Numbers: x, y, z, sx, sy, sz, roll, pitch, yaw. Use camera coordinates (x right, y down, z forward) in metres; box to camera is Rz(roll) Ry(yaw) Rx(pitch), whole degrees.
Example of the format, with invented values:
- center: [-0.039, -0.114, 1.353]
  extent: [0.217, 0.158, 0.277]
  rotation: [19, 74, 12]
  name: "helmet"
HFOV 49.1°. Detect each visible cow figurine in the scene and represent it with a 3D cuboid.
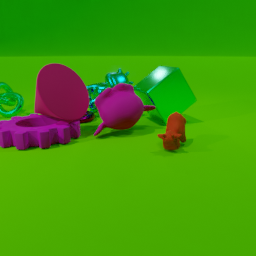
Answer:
- center: [-0.640, -1.196, 9.180]
  extent: [1.641, 0.916, 1.668]
  rotation: [-22, -9, -3]
  name: "cow figurine"
- center: [1.019, 0.049, 6.229]
  extent: [0.528, 0.963, 0.947]
  rotation: [0, -19, 23]
  name: "cow figurine"

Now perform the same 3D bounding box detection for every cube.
- center: [1.063, -1.009, 8.374]
  extent: [1.193, 1.193, 1.193]
  rotation: [-39, 23, -7]
  name: "cube"

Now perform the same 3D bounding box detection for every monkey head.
- center: [-0.268, -0.464, 7.426]
  extent: [1.888, 1.138, 1.359]
  rotation: [-25, -2, -24]
  name: "monkey head"

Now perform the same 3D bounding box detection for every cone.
- center: [-2.069, -0.668, 7.321]
  extent: [1.507, 1.501, 1.501]
  rotation: [-24, -2, 39]
  name: "cone"

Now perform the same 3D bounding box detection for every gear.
- center: [-2.234, 0.019, 7.022]
  extent: [2.039, 0.377, 2.039]
  rotation: [-1, 15, 0]
  name: "gear"

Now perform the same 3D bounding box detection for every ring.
- center: [-1.569, -0.361, 8.727]
  extent: [1.091, 0.218, 1.091]
  rotation: [0, 16, 0]
  name: "ring"

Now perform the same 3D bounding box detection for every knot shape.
- center: [-4.190, -0.944, 9.133]
  extent: [1.303, 0.644, 1.393]
  rotation: [-4, 42, -39]
  name: "knot shape"
